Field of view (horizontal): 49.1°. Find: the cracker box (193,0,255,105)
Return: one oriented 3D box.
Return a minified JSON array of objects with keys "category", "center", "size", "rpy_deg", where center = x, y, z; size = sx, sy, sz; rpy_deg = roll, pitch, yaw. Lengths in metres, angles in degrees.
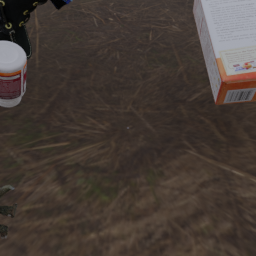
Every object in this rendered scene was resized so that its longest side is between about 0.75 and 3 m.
[{"category":"cracker box","center":[2.631,-1.986,5.996],"size":[1.976,0.851,2.950],"rpy_deg":[-5,61,4]}]

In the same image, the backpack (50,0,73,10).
[{"category":"backpack","center":[-1.862,-3.645,7.174],"size":[0.582,0.865,0.790],"rpy_deg":[-9,64,36]}]

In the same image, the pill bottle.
[{"category":"pill bottle","center":[-1.903,-0.789,4.380],"size":[0.584,1.034,0.584],"rpy_deg":[10,56,-15]}]

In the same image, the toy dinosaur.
[{"category":"toy dinosaur","center":[-1.525,0.911,2.673],"size":[0.693,1.355,0.522],"rpy_deg":[18,56,-44]}]

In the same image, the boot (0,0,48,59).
[{"category":"boot","center":[-1.681,-2.362,5.196],"size":[2.035,2.695,0.973],"rpy_deg":[-4,55,0]}]
